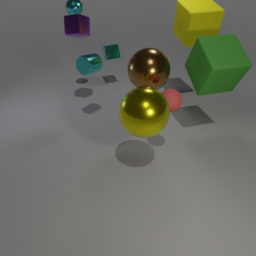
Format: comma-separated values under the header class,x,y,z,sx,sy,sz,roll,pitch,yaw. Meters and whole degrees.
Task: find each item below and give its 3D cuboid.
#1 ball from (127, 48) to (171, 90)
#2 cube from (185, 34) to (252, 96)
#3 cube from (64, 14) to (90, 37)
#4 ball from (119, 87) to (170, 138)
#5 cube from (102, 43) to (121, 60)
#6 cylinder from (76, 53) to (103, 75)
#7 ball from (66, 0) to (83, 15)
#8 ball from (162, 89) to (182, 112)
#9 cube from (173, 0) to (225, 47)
class,x,y,z,sx,sy,sz,roll,pitch,yaw
ball,0.681,-1.887,9.118,1.400,1.400,1.400,0,32,0
cube,2.953,-2.113,9.414,1.400,1.400,1.400,-9,63,-14
cube,-1.916,-3.844,10.563,0.700,0.700,0.700,4,11,27
ball,0.443,-0.424,7.663,1.400,1.400,1.400,0,32,0
cube,-0.832,-3.750,13.827,0.700,0.700,0.700,-14,17,-12
cylinder,-1.405,-2.319,10.171,0.700,0.700,0.700,20,31,29
ball,-2.179,-4.896,11.379,0.700,0.700,0.700,0,32,0
ball,1.262,-0.819,8.369,0.700,0.700,0.700,0,32,0
cube,2.793,-4.293,11.334,1.400,1.400,1.400,-10,46,-12
